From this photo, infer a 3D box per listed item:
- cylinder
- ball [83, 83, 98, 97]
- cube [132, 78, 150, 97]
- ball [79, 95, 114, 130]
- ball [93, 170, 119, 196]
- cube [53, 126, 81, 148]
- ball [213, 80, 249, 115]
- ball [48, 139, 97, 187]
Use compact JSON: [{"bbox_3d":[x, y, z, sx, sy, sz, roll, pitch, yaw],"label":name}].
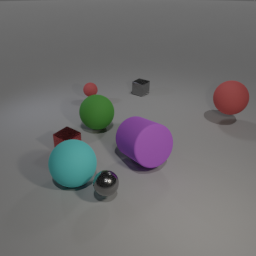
[{"bbox_3d":[0.503,0.419,9.097,1.400,1.400,1.400,-14,18,-24],"label":"cylinder"},{"bbox_3d":[-1.836,-1.869,13.687,0.700,0.700,0.700,0,28,0],"label":"ball"},{"bbox_3d":[0.683,-2.159,14.919,0.700,0.700,0.700,19,34,29],"label":"cube"},{"bbox_3d":[-1.245,-0.636,11.220,1.400,1.400,1.400,0,28,0],"label":"ball"},{"bbox_3d":[-0.594,1.491,7.577,0.700,0.700,0.700,0,28,0],"label":"ball"},{"bbox_3d":[-2.134,0.475,9.909,0.700,0.700,0.700,22,37,28],"label":"cube"},{"bbox_3d":[4.227,-1.244,11.516,1.400,1.400,1.400,0,28,0],"label":"ball"},{"bbox_3d":[-1.626,1.038,8.263,1.400,1.400,1.400,0,28,0],"label":"ball"}]
